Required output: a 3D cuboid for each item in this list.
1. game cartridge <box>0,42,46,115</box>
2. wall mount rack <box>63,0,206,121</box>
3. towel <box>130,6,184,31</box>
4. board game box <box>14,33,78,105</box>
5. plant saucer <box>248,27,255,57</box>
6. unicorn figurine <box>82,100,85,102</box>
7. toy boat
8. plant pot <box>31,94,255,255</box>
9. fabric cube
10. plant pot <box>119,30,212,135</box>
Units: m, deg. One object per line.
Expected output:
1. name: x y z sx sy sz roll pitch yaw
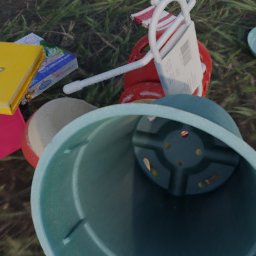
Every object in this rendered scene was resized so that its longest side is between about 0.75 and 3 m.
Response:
1. game cartridge: -3.195 -1.172 5.985 2.300 0.373 2.028 6 49 6
2. wall mount rack: 0.353 -0.861 4.858 1.029 2.760 2.398 31 75 33
3. towel: 1.244 -4.415 11.407 1.432 0.226 1.988 -35 58 -27
4. board game box: -3.309 -2.067 9.268 2.331 0.481 2.337 31 57 24
5. plant saucer: 5.706 -2.799 9.945 2.919 0.400 2.919 0 51 0
6. unicorn figurine: -1.580 -0.414 7.860 0.985 0.530 1.434 12 52 11
7. toy boat: -1.022 0.640 6.248 2.862 1.871 1.868 25 37 -35
8. plant pot: 0.525 0.638 3.466 2.372 2.372 2.323 18 21 14
9. fabric cube: -3.941 -0.346 6.799 2.076 2.083 2.043 -32 56 -24
10. plant pot: 0.904 -1.002 7.317 2.262 2.262 2.059 13 60 11
